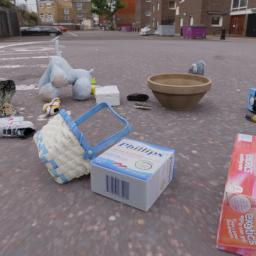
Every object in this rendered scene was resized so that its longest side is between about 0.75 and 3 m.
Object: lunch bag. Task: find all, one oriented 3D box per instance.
[{"bbox_3d":[-6.687,-1.434,12.424,2.336,1.675,2.849,3,25,17],"label":"lunch bag"}]

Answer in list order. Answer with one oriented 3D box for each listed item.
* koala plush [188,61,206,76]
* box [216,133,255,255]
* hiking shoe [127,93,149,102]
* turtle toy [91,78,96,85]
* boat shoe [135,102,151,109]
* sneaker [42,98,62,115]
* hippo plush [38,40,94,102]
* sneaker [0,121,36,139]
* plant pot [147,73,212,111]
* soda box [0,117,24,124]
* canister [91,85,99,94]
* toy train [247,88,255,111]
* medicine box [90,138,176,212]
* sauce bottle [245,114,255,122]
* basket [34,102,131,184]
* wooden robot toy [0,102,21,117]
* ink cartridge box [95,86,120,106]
[{"bbox_3d":[4.070,-3.073,16.483,1.529,1.664,1.475,18,28,36],"label":"koala plush"},{"bbox_3d":[2.924,1.338,6.099,1.480,1.366,2.885,9,24,21],"label":"box"},{"bbox_3d":[0.543,-1.677,14.690,1.173,0.444,0.591,3,26,10],"label":"hiking shoe"},{"bbox_3d":[-2.382,-2.861,17.655,0.752,0.380,0.548,-1,46,4],"label":"turtle toy"},{"bbox_3d":[0.721,-1.072,13.314,0.825,0.248,0.294,7,-2,21],"label":"boat shoe"},{"bbox_3d":[-3.291,-0.925,12.729,0.626,0.521,1.390,25,31,7],"label":"sneaker"},{"bbox_3d":[-3.192,-2.434,14.788,2.390,2.368,2.973,17,48,-34],"label":"hippo plush"},{"bbox_3d":[-4.061,0.127,10.138,1.441,0.560,1.008,-14,25,-29],"label":"sneaker"},{"bbox_3d":[2.418,-1.719,13.560,2.998,1.384,2.998,1,23,0],"label":"plant pot"},{"bbox_3d":[-4.743,-0.080,10.734,1.437,0.489,0.457,-7,23,-17],"label":"soda box"},{"bbox_3d":[-2.108,-2.258,16.177,0.950,0.411,0.706,15,26,34],"label":"canister"},{"bbox_3d":[6.873,-1.172,12.512,2.886,1.251,1.649,3,17,8],"label":"toy train"},{"bbox_3d":[0.170,1.103,7.296,1.604,0.906,1.761,13,26,27],"label":"medicine box"},{"bbox_3d":[5.401,-0.370,11.700,0.321,0.321,0.992,-17,25,-35],"label":"sauce bottle"},{"bbox_3d":[-1.309,0.232,8.018,2.464,1.714,2.172,-36,30,-5],"label":"basket"},{"bbox_3d":[-5.439,-0.872,12.455,1.261,0.572,0.556,-21,22,-29],"label":"wooden robot toy"},{"bbox_3d":[-1.075,-1.659,14.323,1.165,0.683,1.591,-4,24,-7],"label":"ink cartridge box"}]
